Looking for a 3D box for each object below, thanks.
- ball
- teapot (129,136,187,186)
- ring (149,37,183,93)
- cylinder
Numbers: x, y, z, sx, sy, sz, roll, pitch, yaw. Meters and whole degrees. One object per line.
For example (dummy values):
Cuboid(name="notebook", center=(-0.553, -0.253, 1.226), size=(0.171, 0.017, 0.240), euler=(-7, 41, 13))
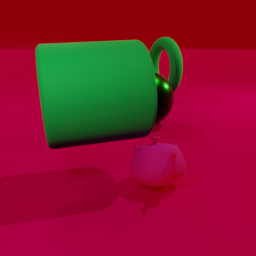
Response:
Cuboid(name="ball", center=(0.466, -0.745, 7.118), size=(1.386, 1.386, 1.386), euler=(0, 17, 0))
Cuboid(name="teapot", center=(0.439, 0.462, 4.103), size=(0.845, 0.665, 1.359), euler=(-6, 6, -14))
Cuboid(name="ring", center=(1.300, -2.202, 10.130), size=(0.416, 2.080, 2.080), euler=(-7, 19, -22))
Cuboid(name="cylinder", center=(-0.468, -0.470, 3.863), size=(1.374, 1.374, 1.374), euler=(-7, 18, -14))
